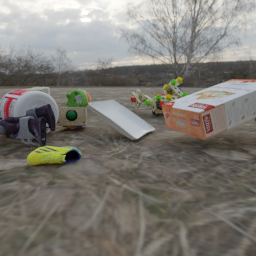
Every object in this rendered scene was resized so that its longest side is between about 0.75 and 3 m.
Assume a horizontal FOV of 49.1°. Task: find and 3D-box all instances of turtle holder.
[{"bbox_3d":[-2.699,-1.423,15.342,1.163,1.531,1.087,51,32,16],"label":"turtle holder"}]

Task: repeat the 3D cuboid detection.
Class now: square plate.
[{"bbox_3d":[-0.175,-0.266,8.922,1.833,0.263,1.850,35,20,14],"label":"square plate"}]

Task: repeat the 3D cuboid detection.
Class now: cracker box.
[{"bbox_3d":[2.630,-0.651,7.977,2.777,0.801,1.860,-21,18,-19],"label":"cracker box"}]

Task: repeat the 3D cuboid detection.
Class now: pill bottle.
[{"bbox_3d":[-3.495,-0.583,9.492,1.401,1.401,2.495,-8,13,-38],"label":"pill bottle"}]

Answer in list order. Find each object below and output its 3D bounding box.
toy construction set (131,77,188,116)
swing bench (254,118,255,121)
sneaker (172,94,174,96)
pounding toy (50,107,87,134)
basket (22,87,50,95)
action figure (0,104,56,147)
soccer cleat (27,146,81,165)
[{"bbox_3d":[1.615,-1.475,13.502,2.878,1.887,1.326,-13,-28,-14],"label":"toy construction set"},{"bbox_3d":[4.444,-0.572,8.199,1.474,0.956,1.466,-21,20,38],"label":"swing bench"},{"bbox_3d":[2.558,-1.623,16.716,0.957,1.033,2.563,16,19,3],"label":"sneaker"},{"bbox_3d":[-2.025,-0.256,9.724,1.152,0.890,1.252,0,0,-7],"label":"pounding toy"},{"bbox_3d":[-5.020,-1.569,15.270,1.267,1.278,1.028,6,14,31],"label":"basket"},{"bbox_3d":[-3.603,-0.021,7.775,2.943,1.021,1.915,-2,17,9],"label":"action figure"},{"bbox_3d":[-1.537,0.595,5.934,1.127,0.364,0.472,-6,20,-24],"label":"soccer cleat"}]
